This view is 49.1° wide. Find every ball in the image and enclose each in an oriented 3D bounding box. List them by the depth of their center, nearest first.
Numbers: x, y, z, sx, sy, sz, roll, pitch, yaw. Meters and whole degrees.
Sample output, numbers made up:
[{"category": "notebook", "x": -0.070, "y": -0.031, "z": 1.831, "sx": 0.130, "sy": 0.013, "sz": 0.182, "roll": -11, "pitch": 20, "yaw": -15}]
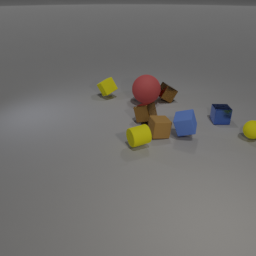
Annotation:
[{"category": "ball", "x": 4.724, "y": 0.061, "z": 10.611, "sx": 0.700, "sy": 0.700, "sz": 0.700, "roll": 0, "pitch": 27, "yaw": 0}, {"category": "ball", "x": 0.899, "y": -1.907, "z": 13.739, "sx": 1.400, "sy": 1.400, "sz": 1.400, "roll": 0, "pitch": 27, "yaw": 0}]

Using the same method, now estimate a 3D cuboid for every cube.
[{"category": "cube", "x": 2.176, "y": -0.200, "z": 10.621, "sx": 0.700, "sy": 0.700, "sz": 0.700, "roll": -8, "pitch": 33, "yaw": 24}, {"category": "cube", "x": 1.228, "y": -0.043, "z": 10.961, "sx": 0.700, "sy": 0.700, "sz": 0.700, "roll": -1, "pitch": 25, "yaw": -16}, {"category": "cube", "x": 0.756, "y": -0.680, "z": 12.023, "sx": 0.700, "sy": 0.700, "sz": 0.700, "roll": -6, "pitch": 14, "yaw": 36}, {"category": "cube", "x": 4.011, "y": -0.600, "z": 12.113, "sx": 0.700, "sy": 0.700, "sz": 0.700, "roll": 1, "pitch": 26, "yaw": -1}, {"category": "cube", "x": 1.960, "y": -1.805, "z": 14.189, "sx": 0.700, "sy": 0.700, "sz": 0.700, "roll": 23, "pitch": 17, "yaw": -27}, {"category": "cube", "x": -1.081, "y": -2.146, "z": 14.558, "sx": 0.700, "sy": 0.700, "sz": 0.700, "roll": -35, "pitch": 16, "yaw": -19}]

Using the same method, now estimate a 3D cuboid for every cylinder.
[{"category": "cylinder", "x": 0.388, "y": 0.278, "z": 10.083, "sx": 0.700, "sy": 0.700, "sz": 0.700, "roll": -14, "pitch": 30, "yaw": -21}]
